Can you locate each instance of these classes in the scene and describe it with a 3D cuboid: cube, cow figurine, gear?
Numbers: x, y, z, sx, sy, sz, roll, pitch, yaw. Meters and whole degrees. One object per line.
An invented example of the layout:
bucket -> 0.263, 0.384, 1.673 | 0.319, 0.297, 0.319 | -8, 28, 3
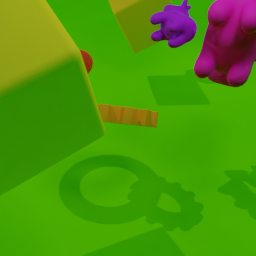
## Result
cube -> 0.382, -3.146, 7.476 | 1.378, 1.378, 1.378 | -24, 51, 10
cube -> -1.167, -0.375, 2.396 | 1.360, 1.360, 1.360 | -30, 69, -10
cow figurine -> 1.499, -1.216, 3.973 | 0.875, 1.594, 1.568 | 20, 46, 20
gear -> -0.192, -0.194, 4.374 | 1.287, 0.238, 1.287 | 6, 1, 0
cow figurine -> 0.735, -1.511, 4.042 | 0.866, 0.483, 0.880 | -25, 42, -22

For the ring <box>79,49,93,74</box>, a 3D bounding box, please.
ring -> -1.389, -0.717, 4.526 | 1.821, 0.364, 1.821 | -28, 7, 4
